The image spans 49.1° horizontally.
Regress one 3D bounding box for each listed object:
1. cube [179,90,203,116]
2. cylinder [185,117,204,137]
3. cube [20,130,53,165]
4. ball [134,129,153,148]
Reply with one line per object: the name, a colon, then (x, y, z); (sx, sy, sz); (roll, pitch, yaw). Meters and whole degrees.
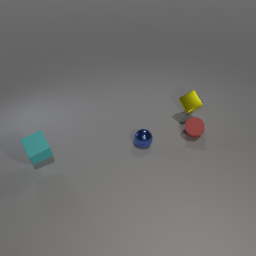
cube: (2.545, -1.005, 11.389); (0.700, 0.700, 0.700); (-29, 77, 5)
cylinder: (2.548, -0.021, 10.682); (0.700, 0.700, 0.700); (10, -5, 16)
cube: (-2.914, 0.631, 8.995); (0.700, 0.700, 0.700); (-27, 68, -16)
ball: (0.560, 0.380, 10.266); (0.700, 0.700, 0.700); (0, 32, 0)
